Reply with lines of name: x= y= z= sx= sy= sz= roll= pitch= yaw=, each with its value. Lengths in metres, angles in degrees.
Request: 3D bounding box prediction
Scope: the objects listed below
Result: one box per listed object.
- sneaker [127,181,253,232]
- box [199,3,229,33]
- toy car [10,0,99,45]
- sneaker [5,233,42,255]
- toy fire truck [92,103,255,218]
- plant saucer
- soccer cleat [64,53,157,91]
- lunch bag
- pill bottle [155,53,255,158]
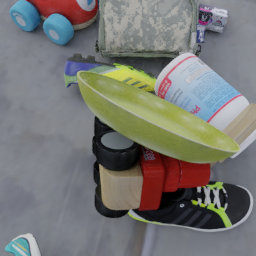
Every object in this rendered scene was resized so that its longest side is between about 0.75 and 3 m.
sneaker: x=1.219 y=1.493 z=5.570 sx=2.762 sy=1.144 sz=0.990 roll=-2 pitch=61 yaw=-1
box: x=2.523 y=-3.373 z=8.562 sx=0.930 sy=0.534 sz=0.615 roll=17 pitch=46 yaw=10
toy car: x=-2.093 y=-4.384 z=7.935 sx=2.438 sy=2.756 sz=2.540 roll=25 pitch=64 yaw=13
sneaker: x=-1.753 y=2.634 z=4.993 sx=0.560 sy=0.545 sz=1.407 roll=-18 pitch=72 yaw=-32
toy fire truck: x=0.826 y=0.155 z=5.527 sx=2.996 sy=1.928 sz=2.637 roll=0 pitch=30 yaw=-9
plant saucer: x=0.412 y=-0.163 z=4.521 sx=2.751 sy=2.751 sz=0.427 roll=29 pitch=106 yaw=15
soccer cleat: x=-0.433 y=-1.240 z=7.428 sx=2.522 sy=0.815 sz=1.055 roll=11 pitch=106 yaw=-6
lunch bag: x=0.579 y=-3.040 z=7.712 sx=2.854 sy=1.989 sz=2.394 roll=2 pitch=81 yaw=4
pill bottle: x=1.882 y=-0.522 z=6.584 sx=1.343 sy=1.343 sz=2.470 roll=-34 pitch=66 yaw=-17
